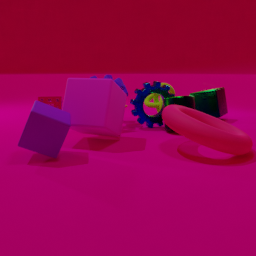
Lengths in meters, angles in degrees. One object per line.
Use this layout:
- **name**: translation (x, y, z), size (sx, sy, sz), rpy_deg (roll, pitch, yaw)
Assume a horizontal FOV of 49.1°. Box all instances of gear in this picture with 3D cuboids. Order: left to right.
- **gear**: translation (-0.966, -0.953, 9.083), size (1.918, 0.355, 1.918), rpy_deg (-17, -26, -8)
- **gear**: translation (0.763, -0.711, 8.479), size (1.381, 1.381, 0.255), rpy_deg (-3, 15, -16)

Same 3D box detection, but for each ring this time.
- **ring**: translation (1.728, 0.003, 6.215), size (2.052, 0.410, 2.052), rpy_deg (19, 15, -5)

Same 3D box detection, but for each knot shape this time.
- **knot shape**: translation (1.096, -1.036, 10.260), size (0.564, 1.222, 1.143), rpy_deg (10, 4, -39)

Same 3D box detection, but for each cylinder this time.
- **cylinder**: translation (1.470, -0.418, 7.980), size (0.900, 0.900, 0.900), rpy_deg (-4, 0, 0)

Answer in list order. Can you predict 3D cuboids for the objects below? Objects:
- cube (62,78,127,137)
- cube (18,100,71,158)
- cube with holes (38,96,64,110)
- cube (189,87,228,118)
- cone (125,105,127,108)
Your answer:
- **cube**: translation (-0.798, -0.475, 6.825), size (1.147, 1.147, 1.147), rpy_deg (5, -10, 18)
- **cube**: translation (-1.669, 0.016, 5.678), size (0.779, 0.779, 0.779), rpy_deg (22, 14, -19)
- **cube with holes**: translation (-2.429, -0.576, 9.016), size (0.740, 0.740, 0.740), rpy_deg (0, -6, -1)
- **cube**: translation (2.857, -0.860, 9.890), size (0.960, 0.960, 0.960), rpy_deg (-6, 8, 37)
- **cone**: translation (-0.552, -0.551, 8.122), size (1.100, 1.096, 1.096), rpy_deg (-10, 13, -4)
